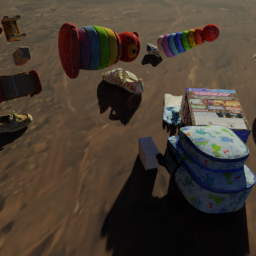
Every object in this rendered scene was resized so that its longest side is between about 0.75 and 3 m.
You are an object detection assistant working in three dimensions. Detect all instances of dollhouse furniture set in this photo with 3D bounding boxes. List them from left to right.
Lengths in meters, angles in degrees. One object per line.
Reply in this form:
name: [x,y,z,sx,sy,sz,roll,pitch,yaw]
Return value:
dollhouse furniture set: [-3.923,-2.159,9.043,1.401,2.603,1.059,-20,7,-39]

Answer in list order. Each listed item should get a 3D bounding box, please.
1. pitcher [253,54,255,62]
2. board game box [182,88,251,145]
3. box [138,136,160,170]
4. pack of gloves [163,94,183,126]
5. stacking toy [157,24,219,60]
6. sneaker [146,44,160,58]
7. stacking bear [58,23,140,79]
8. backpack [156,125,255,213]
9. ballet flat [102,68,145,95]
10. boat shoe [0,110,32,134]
pitcher: [7.024,-2.648,12.863,2.057,1.453,2.397,13,19,-45]
board game box: [3.104,-0.313,10.288,1.898,1.153,2.381,3,42,2]
box: [0.683,0.824,9.368,0.474,0.679,0.891,-10,40,-12]
pack of gloves: [2.488,-0.847,11.654,1.977,0.464,2.353,4,39,6]
stacking toy: [2.470,-3.639,11.480,2.477,1.057,1.057,-11,30,33]
sneaker: [1.675,-4.510,16.286,0.698,0.488,1.208,-26,52,-34]
stacking bear: [-0.829,-2.724,9.577,2.760,1.676,1.570,-11,27,-26]
backpack: [2.341,1.071,8.006,2.204,1.770,2.409,-2,38,-21]
ballet flat: [-0.212,-2.365,13.266,2.552,0.816,0.965,27,41,30]
boat shoe: [-4.691,-0.224,10.734,1.963,0.615,0.720,-20,43,-23]
